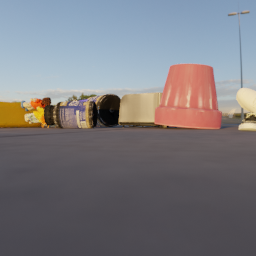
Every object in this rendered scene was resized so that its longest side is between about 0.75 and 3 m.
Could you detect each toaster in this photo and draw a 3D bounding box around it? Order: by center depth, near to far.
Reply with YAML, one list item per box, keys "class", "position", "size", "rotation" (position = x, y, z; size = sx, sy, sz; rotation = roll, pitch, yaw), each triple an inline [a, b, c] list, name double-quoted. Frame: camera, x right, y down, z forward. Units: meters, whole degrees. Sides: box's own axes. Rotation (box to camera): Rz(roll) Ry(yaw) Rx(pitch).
- class: "toaster"
  position: [0.903, -0.607, 10.212]
  size: [2.017, 1.197, 1.824]
  rotation: [1, 3, 34]

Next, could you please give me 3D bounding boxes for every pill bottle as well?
- class: "pill bottle"
  position: [-1.799, -0.412, 8.864]
  size: [1.555, 0.870, 0.870]
  rotation: [0, 1, 5]
- class: "pill bottle"
  position: [-1.304, -0.735, 12.493]
  size: [1.390, 1.390, 2.485]
  rotation: [-1, 1, -34]

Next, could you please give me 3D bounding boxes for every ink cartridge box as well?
- class: "ink cartridge box"
  position: [-2.862, -0.791, 12.535]
  size: [1.934, 0.420, 1.916]
  rotation: [-43, 20, -22]

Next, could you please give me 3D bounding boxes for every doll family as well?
- class: "doll family"
  position: [-2.734, -0.343, 10.085]
  size: [1.351, 0.981, 2.177]
  rotation: [-7, -20, 23]

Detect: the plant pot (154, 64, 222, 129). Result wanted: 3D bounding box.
- class: "plant pot"
  position: [1.817, -0.931, 8.377]
  size: [1.985, 1.777, 1.985]
  rotation: [3, 4, 0]

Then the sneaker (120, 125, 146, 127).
- class: "sneaker"
  position: [0.202, -0.277, 12.731]
  size: [1.235, 0.437, 0.451]
  rotation: [0, 1, 0]

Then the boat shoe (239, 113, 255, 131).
- class: "boat shoe"
  position: [2.815, -0.143, 6.409]
  size: [0.446, 0.402, 1.263]
  rotation: [1, 1, 30]

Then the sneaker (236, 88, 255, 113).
- class: "sneaker"
  position: [4.454, -0.696, 9.228]
  size: [1.914, 0.731, 0.770]
  rotation: [34, 3, -7]

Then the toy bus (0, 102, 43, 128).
- class: "toy bus"
  position: [-4.093, -0.472, 10.211]
  size: [1.098, 0.913, 2.805]
  rotation: [1, 1, 29]
